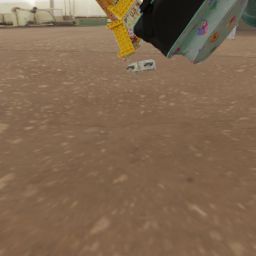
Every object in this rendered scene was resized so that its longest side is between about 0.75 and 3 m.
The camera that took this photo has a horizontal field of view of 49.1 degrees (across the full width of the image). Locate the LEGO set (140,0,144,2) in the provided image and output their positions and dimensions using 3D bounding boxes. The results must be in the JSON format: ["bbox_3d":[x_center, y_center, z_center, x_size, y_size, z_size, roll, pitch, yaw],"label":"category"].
[{"bbox_3d":[0.462,-4.729,9.587,0.605,0.803,1.044,-23,73,-25],"label":"LEGO set"}]

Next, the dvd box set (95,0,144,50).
[{"bbox_3d":[-0.109,-3.609,8.389,0.317,2.158,1.579,-19,31,42],"label":"dvd box set"}]

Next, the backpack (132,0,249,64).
[{"bbox_3d":[1.145,-2.008,4.679,1.409,1.616,1.839,34,32,3],"label":"backpack"}]

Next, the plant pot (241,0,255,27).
[{"bbox_3d":[3.493,-3.678,7.229,1.539,1.539,1.507,19,0,37],"label":"plant pot"}]

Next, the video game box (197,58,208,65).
[{"bbox_3d":[2.300,-3.540,9.619,0.486,1.892,2.077,-10,50,-44],"label":"video game box"}]

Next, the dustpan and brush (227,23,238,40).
[{"bbox_3d":[2.317,-2.427,6.647,0.276,0.672,0.963,-6,18,-24],"label":"dustpan and brush"}]

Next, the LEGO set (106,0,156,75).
[{"bbox_3d":[0.119,-2.834,7.624,1.288,2.799,1.042,0,0,5],"label":"LEGO set"}]
